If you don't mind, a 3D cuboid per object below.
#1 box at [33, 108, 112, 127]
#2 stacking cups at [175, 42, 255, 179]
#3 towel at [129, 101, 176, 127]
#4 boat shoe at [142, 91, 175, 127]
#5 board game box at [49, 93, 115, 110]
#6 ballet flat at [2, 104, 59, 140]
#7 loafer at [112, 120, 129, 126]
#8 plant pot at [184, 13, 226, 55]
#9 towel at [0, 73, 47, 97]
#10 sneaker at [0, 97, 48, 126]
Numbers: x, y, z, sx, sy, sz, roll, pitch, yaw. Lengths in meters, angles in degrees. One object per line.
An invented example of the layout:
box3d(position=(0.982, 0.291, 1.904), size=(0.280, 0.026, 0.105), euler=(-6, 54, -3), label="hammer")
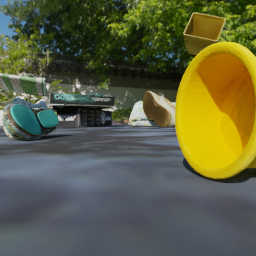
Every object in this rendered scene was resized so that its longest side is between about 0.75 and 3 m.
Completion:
box3d(position=(-2.130, -0.365, 10.154), size=(2.283, 0.631, 2.849), euler=(1, 2, 17), label="box")
box3d(position=(0.756, -0.050, 0.961), size=(1.191, 0.360, 0.360), euler=(-1, 1, -22), label="stacking cups")
box3d(position=(1.250, -0.577, 10.567), size=(2.238, 0.539, 1.916), euler=(0, 18, 8), label="towel")
box3d(position=(1.113, -0.601, 9.323), size=(0.728, 0.811, 2.192), euler=(7, 26, -23), label="boat shoe")
box3d(position=(-1.638, -0.865, 9.499), size=(1.915, 0.399, 2.831), euler=(0, 2, -14), label="board game box")
box3d(position=(-0.945, -0.019, 2.600), size=(0.357, 0.357, 0.962), euler=(0, -1, 8), label="ballet flat")
box3d(position=(-0.455, -0.268, 13.370), size=(0.973, 0.306, 0.350), euler=(0, 1, -7), label="loafer")
box3d(position=(2.605, -3.134, 9.723), size=(1.143, 1.143, 1.008), euler=(18, -26, 16), label="plant pot")
box3d(position=(-3.850, -1.532, 9.524), size=(2.094, 0.245, 1.597), euler=(8, -12, -13), label="towel")
box3d(position=(-4.335, -0.635, 10.675), size=(2.493, 1.103, 0.938), euler=(-9, 8, -29), label="sneaker")
